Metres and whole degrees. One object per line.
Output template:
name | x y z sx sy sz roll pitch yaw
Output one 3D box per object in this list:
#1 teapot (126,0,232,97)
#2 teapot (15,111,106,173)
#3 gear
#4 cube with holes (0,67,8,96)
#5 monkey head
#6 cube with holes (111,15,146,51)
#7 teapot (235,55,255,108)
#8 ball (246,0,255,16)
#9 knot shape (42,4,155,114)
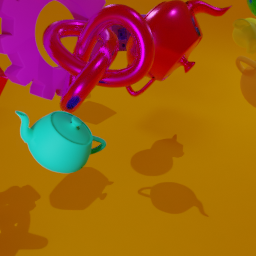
teapot | 0.692 -1.346 4.476 1.021 2.086 1.297 44 7 3
teapot | -0.703 0.098 2.956 1.126 0.552 0.700 18 32 -40
gear | -0.937 -1.252 3.778 0.316 1.710 1.710 19 40 38
cube with holes | -3.107 -0.793 4.761 1.255 1.255 1.255 46 23 28
monkey head | 2.591 -1.963 5.684 1.171 0.843 0.706 -10 71 -50
cube with holes | 0.113 -2.485 7.369 0.834 0.834 0.834 9 22 38
teapot | 2.382 -0.729 4.520 1.475 0.722 0.917 33 80 6
ball | 2.550 -2.352 4.827 0.948 0.948 0.948 0 37 0
knot shape | -0.473 -0.784 3.399 1.432 0.662 1.340 18 79 29
